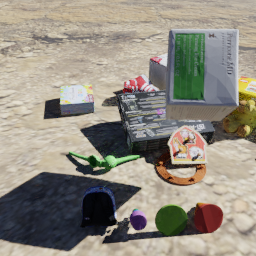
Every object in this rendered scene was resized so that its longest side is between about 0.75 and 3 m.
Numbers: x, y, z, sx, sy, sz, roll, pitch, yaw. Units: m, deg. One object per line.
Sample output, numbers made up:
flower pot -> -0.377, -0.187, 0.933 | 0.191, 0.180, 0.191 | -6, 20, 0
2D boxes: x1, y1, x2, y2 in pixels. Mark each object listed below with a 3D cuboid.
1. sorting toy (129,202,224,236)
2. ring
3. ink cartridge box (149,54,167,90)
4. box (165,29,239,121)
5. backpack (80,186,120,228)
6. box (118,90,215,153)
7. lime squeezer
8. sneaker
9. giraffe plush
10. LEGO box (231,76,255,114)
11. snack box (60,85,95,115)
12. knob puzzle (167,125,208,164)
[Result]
sorting toy -> 1.161, 2.152, 7.101 | 2.311, 0.801, 0.796 | -1, 11, -5
ring -> 1.673, 1.183, 8.816 | 1.568, 0.150, 1.568 | 1, 34, -1
ink cartridge box -> 2.182, -2.676, 13.360 | 1.947, 1.408, 1.415 | -21, 40, -28
box -> 1.819, -1.265, 7.276 | 1.643, 1.908, 1.918 | 2, -8, 6
backpack -> -0.719, 1.936, 7.017 | 0.990, 0.943, 0.763 | -3, 18, -4
box -> 1.276, -0.379, 10.191 | 2.963, 0.645, 2.374 | -8, 49, -11
lime squeezer -> -0.840, 0.957, 8.916 | 2.354, 0.444, 0.832 | 2, 34, 4
sneaker -> 0.592, -1.418, 12.067 | 1.298, 0.822, 2.307 | -19, 45, -14
giraffe plush -> 4.360, -0.482, 10.311 | 1.485, 1.204, 1.282 | 7, 34, 10
LEGO box -> 5.437, -1.085, 11.288 | 2.610, 1.007, 1.944 | 23, 37, 30
snack box -> -2.182, -1.250, 12.016 | 1.396, 0.560, 1.655 | -5, 34, -9
knob puzzle -> 1.933, 0.502, 9.031 | 1.454, 0.202, 1.454 | 2, 66, -5
